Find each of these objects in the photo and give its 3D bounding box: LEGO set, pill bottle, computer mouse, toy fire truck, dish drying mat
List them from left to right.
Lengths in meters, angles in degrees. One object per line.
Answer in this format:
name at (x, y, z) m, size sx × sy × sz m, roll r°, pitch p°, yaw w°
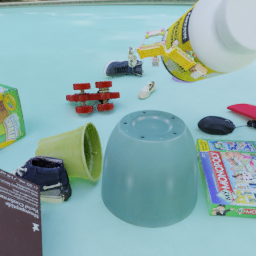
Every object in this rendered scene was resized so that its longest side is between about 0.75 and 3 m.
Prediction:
toy fire truck at (-1.319, -1.187, 10.396) m, size 1.879 × 1.054 × 1.578 m, roll -7°, pitch 11°, yaw -15°
LEGO set at (0.815, -1.538, 5.581) m, size 1.640 × 0.754 × 0.610 m, roll 10°, pitch 57°, yaw 6°
pill bottle at (1.890, -1.980, 6.159) m, size 1.662 × 1.662 × 2.967 m, roll -6°, pitch 4°, yaw -11°
computer mouse at (3.511, -0.149, 8.978) m, size 2.569 × 0.437 × 0.753 m, roll -2°, pitch 28°, yaw -5°
dish drying mat at (4.583, -0.390, 9.239) m, size 1.013 × 0.240 × 2.637 m, roll -8°, pitch 23°, yaw -24°

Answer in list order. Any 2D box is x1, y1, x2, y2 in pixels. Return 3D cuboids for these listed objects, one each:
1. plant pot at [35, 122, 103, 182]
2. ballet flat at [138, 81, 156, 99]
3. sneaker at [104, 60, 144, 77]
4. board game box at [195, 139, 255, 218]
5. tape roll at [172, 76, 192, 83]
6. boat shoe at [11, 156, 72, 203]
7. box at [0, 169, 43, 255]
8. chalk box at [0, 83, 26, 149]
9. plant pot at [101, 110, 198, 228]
plant pot at (-1.444, 0.638, 6.796) m, size 1.310 × 1.425 × 1.425 m, roll -7°, pitch 28°, yaw 10°
ballet flat at (0.769, -1.610, 11.610) m, size 0.462 × 0.427 × 1.371 m, roll 13°, pitch 32°, yaw 22°
sneaker at (-0.100, -2.847, 13.496) m, size 1.437 × 0.756 × 1.989 m, roll 18°, pitch 33°, yaw 34°
board game box at (2.657, 1.097, 6.784) m, size 1.734 × 0.375 × 2.577 m, roll 3°, pitch 29°, yaw 4°
tape roll at (2.696, -2.515, 13.290) m, size 1.186 × 0.389 × 1.186 m, roll 0°, pitch 28°, yaw 0°
boat shoe at (-2.312, 1.057, 6.234) m, size 2.085 × 0.967 × 0.778 m, roll 2°, pitch 29°, yaw 2°
box at (-2.144, 1.800, 4.199) m, size 1.411 × 1.056 × 2.817 m, roll 36°, pitch 13°, yaw -32°
chalk box at (-4.126, -0.361, 8.126) m, size 1.612 × 1.620 × 2.604 m, roll 18°, pitch 35°, yaw 30°
plant pot at (0.476, 0.675, 6.095) m, size 2.220 × 1.782 × 2.220 m, roll -1°, pitch 29°, yaw 0°
